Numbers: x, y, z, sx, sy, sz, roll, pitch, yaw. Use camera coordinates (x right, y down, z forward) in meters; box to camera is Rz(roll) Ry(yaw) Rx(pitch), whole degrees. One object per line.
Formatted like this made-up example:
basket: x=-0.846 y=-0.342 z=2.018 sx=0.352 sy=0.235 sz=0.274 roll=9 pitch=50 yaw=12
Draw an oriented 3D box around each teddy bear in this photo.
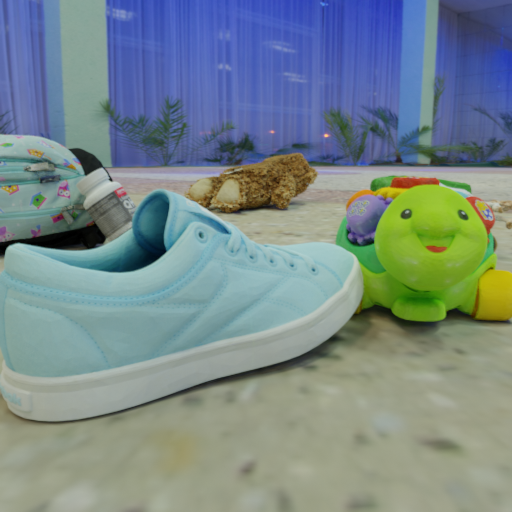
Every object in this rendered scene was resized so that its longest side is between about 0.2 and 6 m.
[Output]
teddy bear: x=-0.050 y=-1.800 z=15.127 sx=2.842 sy=1.309 sz=3.920 roll=-3 pitch=16 yaw=27

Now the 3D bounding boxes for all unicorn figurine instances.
unicorn figurine: x=2.907 y=-0.541 z=7.961 sx=1.494 sy=0.552 sz=1.026 roll=-4 pitch=19 yaw=-17

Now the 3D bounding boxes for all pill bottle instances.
pill bottle: x=-2.147 y=-0.694 z=8.347 sx=0.638 sy=1.153 sz=0.638 roll=-33 pitch=9 yaw=6

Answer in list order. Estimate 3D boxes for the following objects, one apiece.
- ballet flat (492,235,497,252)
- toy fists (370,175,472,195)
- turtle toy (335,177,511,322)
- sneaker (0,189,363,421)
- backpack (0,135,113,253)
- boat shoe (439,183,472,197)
ballet flat: x=2.829 y=-0.225 z=8.490 sx=1.518 sy=0.521 sz=0.478 roll=13 pitch=6 yaw=19
toy fists: x=3.148 y=-1.090 z=11.380 sx=1.604 sy=1.082 sz=3.146 roll=9 pitch=11 yaw=5
turtle toy: x=1.572 y=-0.098 z=5.499 sx=1.894 sy=1.314 sz=2.599 roll=2 pitch=11 yaw=8
sneaker: x=-0.291 y=0.112 z=4.108 sx=3.070 sy=1.258 sz=1.135 roll=-16 pitch=24 yaw=-39
backpack: x=-3.927 y=-0.990 z=8.841 sx=2.851 sy=1.805 sz=2.379 roll=-9 pitch=16 yaw=-35
boat shoe: x=3.007 y=-0.695 z=8.948 sx=2.014 sy=0.725 sz=0.662 roll=4 pitch=34 yaw=-41
